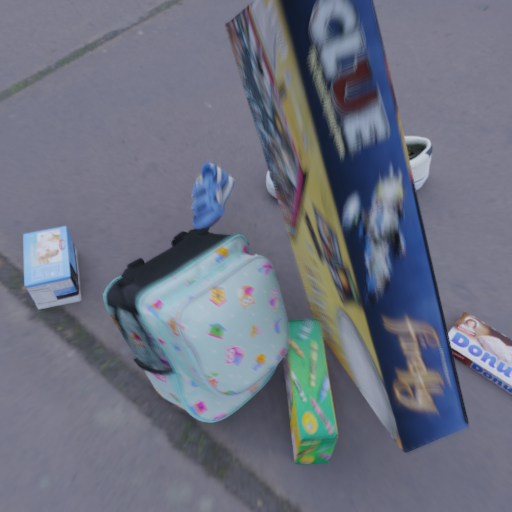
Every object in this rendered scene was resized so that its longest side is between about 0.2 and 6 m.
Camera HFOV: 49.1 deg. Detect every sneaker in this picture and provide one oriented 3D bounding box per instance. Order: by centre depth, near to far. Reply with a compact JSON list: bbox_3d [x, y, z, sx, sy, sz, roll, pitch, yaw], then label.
[{"bbox_3d":[-0.760,-0.888,8.522,0.493,0.548,1.334,-23,36,30],"label":"sneaker"},{"bbox_3d":[1.727,-1.753,10.423,3.131,1.109,1.143,-9,54,-6],"label":"sneaker"}]

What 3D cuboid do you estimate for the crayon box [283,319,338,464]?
[{"bbox_3d":[0.708,1.869,7.780,0.502,1.024,1.724,-3,54,-2],"label":"crayon box"}]

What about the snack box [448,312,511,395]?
[{"bbox_3d":[3.840,1.670,8.412,2.012,0.245,0.723,34,60,23],"label":"snack box"}]

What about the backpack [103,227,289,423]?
[{"bbox_3d":[-0.601,1.011,7.524,1.753,2.287,2.010,14,39,43],"label":"backpack"}]

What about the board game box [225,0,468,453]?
[{"bbox_3d":[0.923,-0.611,6.661,0.821,4.743,3.213,-20,20,-4],"label":"board game box"}]

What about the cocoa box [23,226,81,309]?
[{"bbox_3d":[-3.357,0.186,9.221,0.734,0.722,1.100,-12,54,-9],"label":"cocoa box"}]
